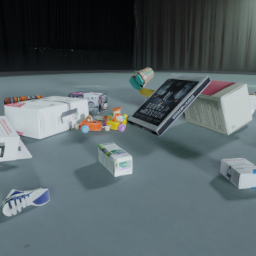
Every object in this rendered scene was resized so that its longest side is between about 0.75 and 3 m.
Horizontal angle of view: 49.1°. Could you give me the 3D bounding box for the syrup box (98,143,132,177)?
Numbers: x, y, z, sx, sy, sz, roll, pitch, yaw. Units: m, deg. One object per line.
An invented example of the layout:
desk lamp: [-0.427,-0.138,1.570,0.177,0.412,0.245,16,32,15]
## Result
syrup box: [-0.353,0.783,7.179,0.473,0.489,1.202,-8,16,-24]

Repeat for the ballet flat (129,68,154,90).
ballet flat: [0.672,-2.213,12.521,0.789,0.799,2.348,-36,9,-7]

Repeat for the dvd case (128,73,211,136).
dvd case: [1.527,-1.030,10.921,2.903,0.359,2.182,-45,29,-12]

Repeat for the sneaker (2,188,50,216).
sneaker: [-2.015,1.320,5.408,0.900,0.363,0.520,-13,22,-36]

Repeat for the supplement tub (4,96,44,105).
supplement tub: [-4.281,-0.866,12.225,2.013,1.077,1.077,-7,17,-26]

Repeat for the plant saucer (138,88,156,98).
plant saucer: [1.513,-1.554,13.644,1.765,0.427,1.764,10,9,-27]

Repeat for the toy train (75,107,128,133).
toy train: [-0.936,-0.406,11.136,1.848,0.684,2.460,5,16,8]

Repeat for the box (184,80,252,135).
box: [3.342,-0.915,10.895,1.303,1.530,2.393,-28,25,-19]

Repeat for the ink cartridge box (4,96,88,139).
ink cartridge box: [-3.052,-0.508,10.827,1.901,1.107,2.610,9,16,29]

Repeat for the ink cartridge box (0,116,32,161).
ink cartridge box: [-3.592,0.256,7.023,2.157,0.732,1.252,-2,29,-42]

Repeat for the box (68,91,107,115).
box: [-2.001,-1.291,14.017,1.661,0.953,1.098,6,16,22]

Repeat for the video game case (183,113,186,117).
video game case: [3.238,-0.599,13.099,1.141,0.108,0.815,1,15,0]

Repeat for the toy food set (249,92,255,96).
toy food set: [7.609,-1.825,16.514,1.261,0.700,2.144,2,15,9]

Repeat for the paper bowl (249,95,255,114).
paper bowl: [4.668,-0.908,12.186,1.865,0.970,1.865,1,2,0]

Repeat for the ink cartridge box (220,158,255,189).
ink cartridge box: [2.631,1.028,6.469,0.639,0.375,0.873,-2,14,-9]
